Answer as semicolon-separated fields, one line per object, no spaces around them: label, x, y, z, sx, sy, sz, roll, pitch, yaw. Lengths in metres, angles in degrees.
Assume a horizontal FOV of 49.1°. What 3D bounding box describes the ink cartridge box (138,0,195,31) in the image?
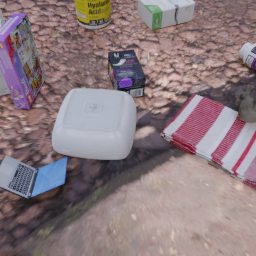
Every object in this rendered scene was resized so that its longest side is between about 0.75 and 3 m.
ink cartridge box;1.565;-4.937;11.659;1.954;0.824;1.428;-17;52;-14

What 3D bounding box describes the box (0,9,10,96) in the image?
box;-5.039;-2.307;8.816;2.683;1.763;2.697;-15;51;-12

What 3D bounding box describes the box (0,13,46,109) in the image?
box;-3.085;-1.896;8.104;0.439;2.244;1.535;4;45;6

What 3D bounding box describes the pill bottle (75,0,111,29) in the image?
pill bottle;-1.405;-5.325;10.836;1.435;2.579;1.435;0;50;0

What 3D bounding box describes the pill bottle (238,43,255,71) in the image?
pill bottle;4.498;-2.321;9.472;0.796;0.796;1.415;-30;57;-23

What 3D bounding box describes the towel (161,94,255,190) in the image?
towel;2.652;0.194;7.663;2.939;0.334;2.117;29;55;23

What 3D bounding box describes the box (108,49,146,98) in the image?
box;-0.074;-1.730;8.961;0.916;0.795;1.499;-8;51;-11

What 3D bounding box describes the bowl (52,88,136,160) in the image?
bowl;-0.910;-0.280;7.744;2.244;0.839;2.247;5;51;5

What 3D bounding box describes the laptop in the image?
laptop;-2.170;0.935;6.379;1.315;0.762;1.231;31;14;-19

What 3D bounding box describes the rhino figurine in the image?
rhino figurine;4.012;-0.624;7.275;2.346;0.701;1.026;-4;58;25
